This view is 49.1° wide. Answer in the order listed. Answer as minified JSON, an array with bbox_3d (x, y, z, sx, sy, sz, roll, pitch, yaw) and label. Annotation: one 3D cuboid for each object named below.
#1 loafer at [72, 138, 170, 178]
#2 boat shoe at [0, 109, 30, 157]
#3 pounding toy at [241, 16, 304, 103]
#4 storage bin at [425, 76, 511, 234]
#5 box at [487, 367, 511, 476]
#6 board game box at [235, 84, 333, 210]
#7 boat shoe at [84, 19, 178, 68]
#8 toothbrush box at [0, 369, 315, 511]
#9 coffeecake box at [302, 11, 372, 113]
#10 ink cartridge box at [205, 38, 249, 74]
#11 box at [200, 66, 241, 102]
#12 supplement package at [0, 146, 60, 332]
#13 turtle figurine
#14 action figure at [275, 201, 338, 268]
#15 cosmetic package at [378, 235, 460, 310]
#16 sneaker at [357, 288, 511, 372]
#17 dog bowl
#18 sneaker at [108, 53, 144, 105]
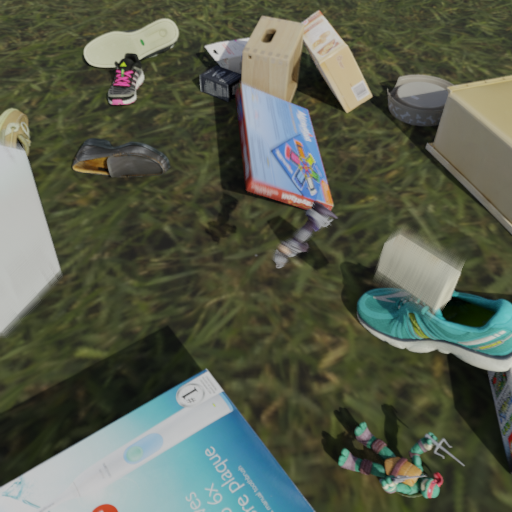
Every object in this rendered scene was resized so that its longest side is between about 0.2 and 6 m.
[{"bbox_3d":[-2.627,-1.764,10.870,1.992,0.725,0.720,8,49,22],"label":"loafer"},{"bbox_3d":[-4.738,-1.945,10.915,0.778,0.902,2.472,4,46,-8],"label":"boat shoe"},{"bbox_3d":[0.213,-4.301,12.786,1.422,1.842,2.000,14,51,7],"label":"pounding toy"},{"bbox_3d":[5.516,-2.089,10.640,3.066,1.447,3.088,-13,45,-14],"label":"storage bin"},{"bbox_3d":[5.185,1.814,7.142,4.065,0.706,2.237,5,45,5],"label":"box"},{"bbox_3d":[0.474,-2.152,10.909,1.649,0.311,3.203,14,42,-20],"label":"board game box"},{"bbox_3d":[-3.249,-5.447,14.670,2.481,0.891,0.839,-22,11,-12],"label":"boat shoe"},{"bbox_3d":[-1.133,2.839,5.752,2.825,1.205,2.068,-26,50,-23],"label":"toothbrush box"},{"bbox_3d":[1.768,-4.492,12.932,0.717,1.507,1.963,-31,45,13],"label":"coffeecake box"},{"bbox_3d":[-0.434,-5.085,14.325,1.589,0.536,0.926,-15,47,-17],"label":"ink cartridge box"},{"bbox_3d":[-0.808,-4.121,13.392,0.879,0.458,0.650,29,51,26],"label":"box"},{"bbox_3d":[-3.619,-0.128,6.657,1.396,1.898,1.815,13,42,14],"label":"supplement package"},{"bbox_3d":[1.669,2.477,6.535,1.281,0.645,0.959,15,29,36],"label":"turtle figurine"},{"bbox_3d":[0.575,-0.227,7.153,0.349,1.007,0.655,39,8,-4],"label":"action figure"},{"bbox_3d":[1.916,0.183,6.664,0.315,0.467,0.887,-27,51,-31],"label":"cosmetic package"},{"bbox_3d":[2.435,0.740,7.638,2.515,1.002,0.975,6,53,47],"label":"sneaker"},{"bbox_3d":[3.780,-3.530,12.775,1.649,0.484,1.649,0,44,0],"label":"dog bowl"},{"bbox_3d":[-3.119,-4.229,13.270,0.661,0.784,1.792,5,45,5],"label":"sneaker"}]
